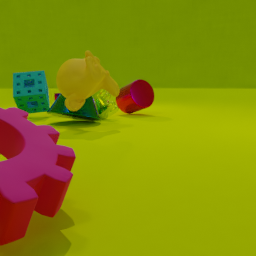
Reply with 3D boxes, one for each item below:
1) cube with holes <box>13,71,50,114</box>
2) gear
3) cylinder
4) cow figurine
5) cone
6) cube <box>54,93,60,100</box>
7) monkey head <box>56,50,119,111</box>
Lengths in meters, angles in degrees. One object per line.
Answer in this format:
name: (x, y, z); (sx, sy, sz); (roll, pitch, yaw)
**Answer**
cube with holes: (-3.132, -1.148, 9.136); (0.962, 0.962, 0.962); (-7, -30, -11)
gear: (-1.245, 0.152, 2.057); (1.678, 0.310, 1.678); (21, 16, -6)
cylinder: (0.244, -1.117, 10.127); (1.044, 1.044, 1.044); (-6, -6, -34)
cow figurine: (-1.097, -0.700, 8.896); (1.283, 1.304, 0.716); (-35, -25, 4)
cone: (-1.410, -1.047, 7.873); (1.497, 1.503, 1.497); (7, -4, 0)
cube: (-2.134, -0.890, 10.269); (0.788, 0.788, 0.788); (4, 10, 25)
monkey head: (-0.978, -1.047, 6.660); (1.157, 1.381, 1.919); (-38, 32, 16)
